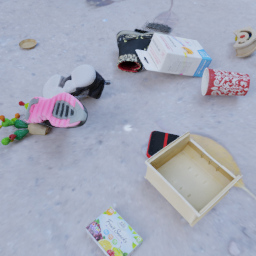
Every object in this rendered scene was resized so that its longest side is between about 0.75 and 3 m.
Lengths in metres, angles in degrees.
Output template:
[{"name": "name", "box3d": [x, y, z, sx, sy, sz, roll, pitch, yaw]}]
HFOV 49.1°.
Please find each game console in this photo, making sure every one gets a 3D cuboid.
[{"name": "game console", "box3d": [1.265, 0.653, 9.909, 1.109, 0.195, 1.254, 12, 50, 3]}]

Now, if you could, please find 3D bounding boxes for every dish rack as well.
[{"name": "dish rack", "box3d": [1.398, -5.216, 14.938, 1.570, 0.558, 2.046, 21, 51, 17]}]

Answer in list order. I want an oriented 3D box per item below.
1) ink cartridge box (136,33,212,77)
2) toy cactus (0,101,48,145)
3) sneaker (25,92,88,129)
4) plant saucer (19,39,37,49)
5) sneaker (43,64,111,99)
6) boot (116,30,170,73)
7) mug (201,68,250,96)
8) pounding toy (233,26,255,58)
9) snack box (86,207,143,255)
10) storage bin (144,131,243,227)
[{"name": "ink cartridge box", "box3d": [1.980, -3.223, 12.284, 2.899, 0.984, 1.669, 1, 45, -24]}, {"name": "toy cactus", "box3d": [-3.767, -0.181, 10.240, 1.676, 1.039, 2.031, 15, 40, 1]}, {"name": "sneaker", "box3d": [-2.228, -0.426, 9.634, 2.996, 1.429, 1.184, 8, 74, 42]}, {"name": "plant saucer", "box3d": [-5.113, -4.270, 14.338, 0.902, 0.160, 0.902, 0, 48, 0]}, {"name": "sneaker", "box3d": [-2.052, -1.574, 11.326, 2.812, 1.600, 1.061, -15, 71, 32]}, {"name": "boot", "box3d": [0.817, -3.512, 13.175, 2.855, 1.031, 2.157, 5, 56, -4]}, {"name": "mug", "box3d": [3.913, -1.946, 11.320, 1.647, 1.099, 1.462, 5, 59, 2]}, {"name": "pounding toy", "box3d": [5.854, -3.919, 13.763, 1.271, 1.275, 2.223, -24, 36, 15]}, {"name": "snack box", "box3d": [-0.381, 2.954, 7.685, 0.944, 0.352, 1.328, -35, 57, -27]}, {"name": "storage bin", "box3d": [1.956, 1.436, 8.537, 2.107, 0.994, 2.122, -32, 59, -25]}]
